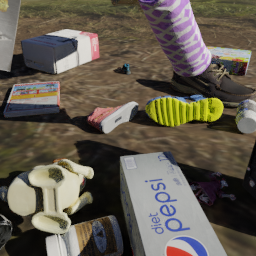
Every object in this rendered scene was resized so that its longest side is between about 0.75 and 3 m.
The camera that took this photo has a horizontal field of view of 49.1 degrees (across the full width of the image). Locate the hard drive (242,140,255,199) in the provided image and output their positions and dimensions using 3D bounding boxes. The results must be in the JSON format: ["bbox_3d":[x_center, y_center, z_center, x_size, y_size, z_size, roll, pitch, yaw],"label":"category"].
[{"bbox_3d":[2.670,0.488,4.285,0.435,2.302,1.608,-10,31,-17],"label":"hard drive"}]

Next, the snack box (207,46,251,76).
[{"bbox_3d":[3.934,-2.757,11.369,1.822,0.617,1.537,15,35,21],"label":"snack box"}]

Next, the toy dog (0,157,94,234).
[{"bbox_3d":[-1.199,1.000,4.588,1.356,0.976,1.398,-12,2,13],"label":"toy dog"}]

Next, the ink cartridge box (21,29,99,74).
[{"bbox_3d":[-2.781,-3.293,11.791,1.930,1.123,2.649,18,37,28],"label":"ink cartridge box"}]

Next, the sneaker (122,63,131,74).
[{"bbox_3d":[-0.032,-2.407,11.061,0.306,0.342,0.835,-6,31,-9],"label":"sneaker"}]

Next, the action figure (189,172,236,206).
[{"bbox_3d":[1.541,1.144,5.175,0.850,0.569,0.633,-12,-12,-41],"label":"action figure"}]

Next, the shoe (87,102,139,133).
[{"bbox_3d":[-0.395,-0.401,7.508,0.667,0.524,1.467,27,44,31],"label":"shoe"}]

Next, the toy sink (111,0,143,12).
[{"bbox_3d":[0.285,-4.506,7.910,1.480,1.722,2.641,-11,10,-24],"label":"toy sink"}]

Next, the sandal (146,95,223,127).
[{"bbox_3d":[1.451,-0.527,7.598,2.027,0.806,0.882,1,20,-9],"label":"sandal"}]

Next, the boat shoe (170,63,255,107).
[{"bbox_3d":[2.590,-1.467,8.789,2.840,1.041,1.058,22,37,32],"label":"boat shoe"}]

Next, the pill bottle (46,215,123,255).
[{"bbox_3d":[-0.622,1.656,4.005,1.014,0.580,0.580,-10,32,-16],"label":"pill bottle"}]

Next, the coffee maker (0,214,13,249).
[{"bbox_3d":[-2.524,1.340,4.157,1.179,0.827,1.227,-8,29,-46],"label":"coffee maker"}]

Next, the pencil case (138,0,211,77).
[{"bbox_3d":[0.943,-1.820,5.135,0.845,2.014,0.861,24,75,39],"label":"pencil case"}]

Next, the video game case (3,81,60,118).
[{"bbox_3d":[-2.921,-0.958,8.776,1.513,0.185,2.116,-6,32,-10],"label":"video game case"}]

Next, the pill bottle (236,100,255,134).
[{"bbox_3d":[3.109,-0.297,7.294,0.565,0.565,0.993,11,32,17],"label":"pill bottle"}]

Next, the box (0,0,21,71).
[{"bbox_3d":[-2.917,-2.221,4.943,1.850,2.336,0.565,6,44,-27],"label":"box"}]

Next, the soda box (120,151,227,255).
[{"bbox_3d":[0.550,1.556,3.761,0.928,0.999,2.927,-5,31,-9],"label":"soda box"}]
